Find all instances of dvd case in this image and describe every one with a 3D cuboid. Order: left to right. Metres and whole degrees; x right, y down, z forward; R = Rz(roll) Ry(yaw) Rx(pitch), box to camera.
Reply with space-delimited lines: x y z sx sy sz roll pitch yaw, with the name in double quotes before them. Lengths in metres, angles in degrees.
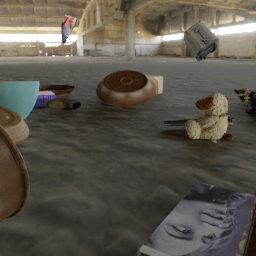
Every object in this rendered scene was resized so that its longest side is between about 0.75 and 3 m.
"dvd case" 1.294 1.327 3.563 1.595 0.171 2.146 10 19 30

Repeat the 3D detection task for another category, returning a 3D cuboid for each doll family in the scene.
"doll family" 5.334 -1.359 12.240 0.851 0.578 1.473 -15 23 -39

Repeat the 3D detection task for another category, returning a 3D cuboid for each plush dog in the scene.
"plush dog" 2.309 -0.341 7.505 1.131 1.210 1.409 14 21 41

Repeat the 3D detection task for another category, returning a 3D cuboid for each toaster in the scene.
"toaster" 2.452 -2.927 9.487 0.858 0.975 1.510 -35 -7 11

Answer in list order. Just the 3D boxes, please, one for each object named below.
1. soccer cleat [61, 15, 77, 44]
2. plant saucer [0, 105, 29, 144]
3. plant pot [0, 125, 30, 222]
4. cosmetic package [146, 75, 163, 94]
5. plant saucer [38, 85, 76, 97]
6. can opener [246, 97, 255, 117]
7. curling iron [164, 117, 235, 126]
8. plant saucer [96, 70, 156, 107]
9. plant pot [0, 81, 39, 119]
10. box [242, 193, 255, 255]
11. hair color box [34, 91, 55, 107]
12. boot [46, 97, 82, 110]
"soccer cleat" -2.192 -3.469 9.862 0.435 0.405 1.188 22 -36 -21
"plant saucer" -4.032 -0.228 7.289 2.853 0.420 2.853 15 16 -4
"plant pot" -2.334 0.793 2.981 1.762 1.762 1.745 6 25 21
"cosmetic package" 0.434 -2.206 14.541 2.623 0.932 1.380 -12 20 -35
"plant saucer" -3.825 -1.900 14.462 2.236 0.409 2.236 0 15 0
"can opener" 4.609 -0.577 9.279 0.871 0.702 2.215 0 16 -1
"curling iron" 2.184 -0.147 8.607 2.158 0.276 0.535 -4 0 -2
"plant saucer" -0.086 -1.918 12.491 2.713 0.496 2.713 -1 39 1
"plant pot" -3.889 -0.921 9.306 1.867 1.257 1.867 -1 10 0
"box" 1.954 1.055 1.606 1.599 1.583 1.927 -7 23 -25
"hair color box" -3.998 -1.219 11.857 1.649 0.535 0.901 -6 18 -27
"boot" -2.465 -0.931 10.879 0.664 0.511 1.369 10 17 39
